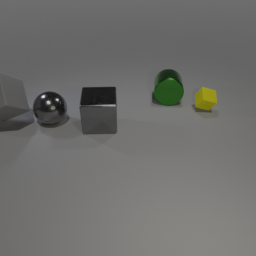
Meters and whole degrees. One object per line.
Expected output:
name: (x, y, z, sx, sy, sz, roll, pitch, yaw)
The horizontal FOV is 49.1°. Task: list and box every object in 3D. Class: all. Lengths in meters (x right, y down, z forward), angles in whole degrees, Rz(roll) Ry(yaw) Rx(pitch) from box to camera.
cube: (-1.158, -0.728, 11.390, 1.400, 1.400, 1.400, -1, 39, -2)
ball: (-3.260, -0.834, 11.741, 1.400, 1.400, 1.400, 0, 30, 0)
cylinder: (1.992, -2.013, 13.770, 1.400, 1.400, 1.400, 3, 30, 5)
cube: (-5.032, -1.185, 11.106, 1.400, 1.400, 1.400, -19, -10, 15)
cube: (3.533, -1.320, 12.735, 0.700, 0.700, 0.700, 12, 62, -14)
